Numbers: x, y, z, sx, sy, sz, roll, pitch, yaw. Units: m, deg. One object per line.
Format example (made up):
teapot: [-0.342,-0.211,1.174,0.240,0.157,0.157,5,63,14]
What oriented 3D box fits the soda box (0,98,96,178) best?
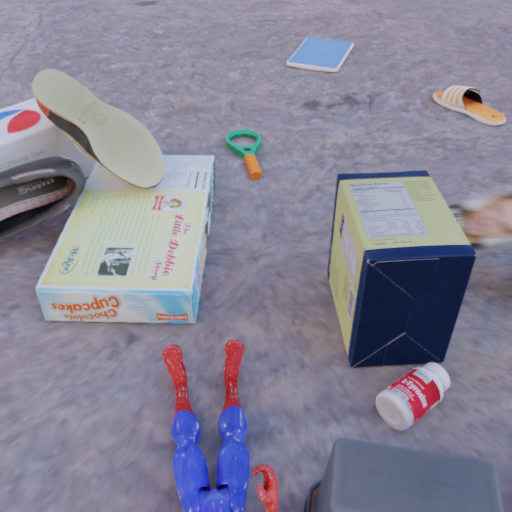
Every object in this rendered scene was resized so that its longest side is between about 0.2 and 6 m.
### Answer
soda box: [-4.543,-1.524,9.449,1.317,1.231,3.868,32,48,33]

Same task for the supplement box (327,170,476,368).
supplement box: [1.663,0.131,6.993,1.190,1.772,1.770,-2,39,-3]

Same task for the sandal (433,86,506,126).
sandal: [4.759,-3.438,12.344,0.694,0.519,1.810,-25,45,-27]

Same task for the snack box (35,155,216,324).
snack box: [-1.758,-0.436,8.569,2.035,0.650,3.503,1,39,1]

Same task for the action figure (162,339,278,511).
action figure: [-0.409,1.931,4.979,1.124,1.706,3.446,-5,42,-6]

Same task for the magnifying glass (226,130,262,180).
magnifying glass: [-0.163,-2.004,10.864,0.707,0.199,1.776,-7,41,-8]

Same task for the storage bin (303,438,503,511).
storage bin: [1.260,2.336,4.800,1.739,1.168,1.265,6,40,9]

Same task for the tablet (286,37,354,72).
tablet: [1.751,-5.424,15.067,1.386,0.145,2.130,13,42,15]

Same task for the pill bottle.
pill bottle: [1.784,1.553,6.299,0.828,0.465,0.465,-27,47,-28]

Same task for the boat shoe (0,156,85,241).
boat shoe: [-3.919,-0.667,8.207,2.909,0.973,0.829,-27,26,-11]

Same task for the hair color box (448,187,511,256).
hair color box: [3.135,-0.413,7.916,1.492,0.452,0.739,-17,74,24]

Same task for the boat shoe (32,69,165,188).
boat shoe: [-2.448,-1.907,8.857,2.530,0.792,0.900,38,71,3]
